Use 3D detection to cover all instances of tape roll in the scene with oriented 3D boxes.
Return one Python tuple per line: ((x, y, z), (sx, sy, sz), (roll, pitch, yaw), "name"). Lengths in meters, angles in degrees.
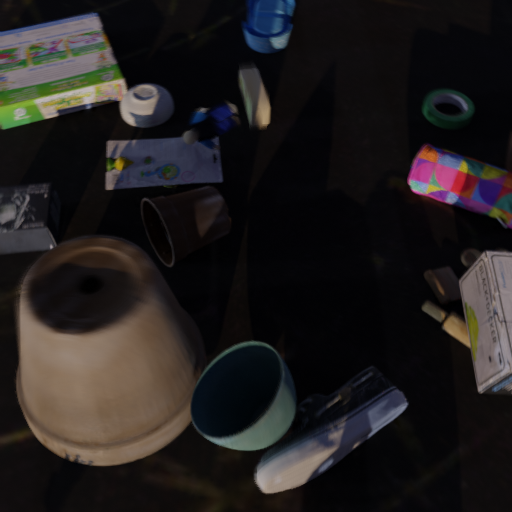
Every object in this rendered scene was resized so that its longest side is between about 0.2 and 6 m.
((4.156, -3.181, 12.128), (1.021, 0.245, 1.021), (0, 56, 0), "tape roll")

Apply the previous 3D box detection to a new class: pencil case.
((3.996, -1.271, 10.369), (2.319, 1.025, 1.025), (25, 59, 17), "pencil case")

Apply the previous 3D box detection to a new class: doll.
((-0.867, -2.451, 10.756), (1.279, 0.873, 0.310), (-35, 32, -33), "doll")

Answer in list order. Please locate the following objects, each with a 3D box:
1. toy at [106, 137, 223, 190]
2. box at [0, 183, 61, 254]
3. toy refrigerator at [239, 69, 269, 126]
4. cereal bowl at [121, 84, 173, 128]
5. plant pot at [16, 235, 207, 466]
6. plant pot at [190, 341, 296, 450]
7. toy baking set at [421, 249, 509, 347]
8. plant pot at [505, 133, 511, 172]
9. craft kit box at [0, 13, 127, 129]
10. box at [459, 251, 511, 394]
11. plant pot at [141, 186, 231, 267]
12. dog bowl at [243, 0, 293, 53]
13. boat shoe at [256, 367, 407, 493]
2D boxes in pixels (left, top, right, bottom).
((-1.792, -1.723, 10.942), (2.173, 0.513, 1.251), (-2, 57, -8), "toy")
((-4.184, -0.679, 10.128), (1.093, 0.677, 1.074), (-6, 57, -4), "box")
((-0.062, -3.451, 12.161), (0.441, 0.479, 1.261), (-9, 57, -7), "toy refrigerator")
((-2.379, -3.335, 12.097), (1.152, 0.480, 1.152), (0, 55, 1), "cereal bowl")
((-2.051, 1.088, 7.678), (2.750, 2.386, 2.750), (2, 48, -2), "plant pot")
((-0.034, 2.058, 7.699), (1.459, 0.983, 1.459), (-24, 37, 20), "plant pot")
((4.184, 0.866, 9.246), (2.157, 0.327, 2.811), (-39, 63, -24), "toy baking set")
((5.318, -1.815, 10.735), (1.197, 1.197, 1.280), (25, 74, 17), "plant pot")
((-4.604, -4.275, 12.682), (2.773, 0.673, 2.739), (-17, 54, -12), "craft kit box")
((4.949, 1.069, 8.406), (3.331, 1.002, 1.943), (3, 60, -5), "box")
((-1.184, -0.600, 9.812), (1.236, 1.248, 1.248), (-23, 58, -24), "plant pot")
((0.311, -5.737, 13.755), (1.140, 0.507, 2.045), (4, 56, 3), "dog bowl")
((0.957, 2.404, 7.928), (2.512, 0.905, 0.891), (-21, 53, -27), "boat shoe")
